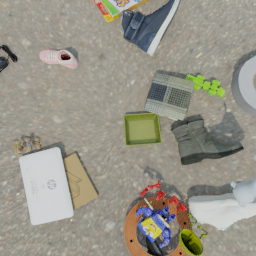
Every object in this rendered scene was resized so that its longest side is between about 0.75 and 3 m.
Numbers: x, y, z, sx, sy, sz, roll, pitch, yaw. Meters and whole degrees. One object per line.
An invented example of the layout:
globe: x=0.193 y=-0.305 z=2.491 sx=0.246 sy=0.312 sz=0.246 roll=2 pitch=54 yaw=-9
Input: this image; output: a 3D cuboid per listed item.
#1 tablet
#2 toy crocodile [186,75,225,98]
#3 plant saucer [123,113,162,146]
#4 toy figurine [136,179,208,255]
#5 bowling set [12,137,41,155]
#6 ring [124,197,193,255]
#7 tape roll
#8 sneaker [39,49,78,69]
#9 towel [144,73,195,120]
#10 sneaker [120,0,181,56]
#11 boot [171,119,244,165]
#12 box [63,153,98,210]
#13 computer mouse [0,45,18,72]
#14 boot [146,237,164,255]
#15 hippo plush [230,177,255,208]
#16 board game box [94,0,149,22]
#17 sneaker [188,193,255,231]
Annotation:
tablet: x=-3.194 y=2.251 z=10.872 sx=1.768 sy=0.186 sz=2.717 roll=-15 pitch=83 yaw=8
toy crocodile: x=3.173 y=-1.733 z=11.531 sx=1.726 sy=0.533 sz=0.583 roll=21 pitch=86 yaw=8
plant saucer: x=0.564 y=0.102 z=11.134 sx=1.417 sy=0.340 sz=1.419 roll=-4 pitch=61 yaw=0
toy figurine: x=1.267 y=3.577 z=10.315 sx=2.875 sy=1.517 sz=1.722 roll=47 pitch=123 yaw=8
bowling set: x=-4.069 y=0.618 z=11.016 sx=1.150 sy=0.800 sz=0.617 roll=-14 pitch=80 yaw=-6
ring: x=1.129 y=3.899 z=10.508 sx=2.592 sy=0.249 sz=2.592 roll=2 pitch=69 yaw=-5
tape roll: x=5.529 y=-1.715 z=11.344 sx=2.441 sy=0.806 sz=2.441 roll=0 pitch=82 yaw=0
sneaker: x=-2.926 y=-2.967 z=11.511 sx=1.680 sy=0.878 sz=0.632 roll=16 pitch=84 yaw=4
towel: x=1.662 y=-1.237 z=11.147 sx=1.707 sy=0.295 sz=1.644 roll=18 pitch=89 yaw=16
sneaker: x=0.842 y=-4.693 z=11.661 sx=2.044 sy=1.076 sz=2.829 roll=29 pitch=83 yaw=2
boot: x=3.118 y=0.390 z=11.028 sx=2.631 sy=0.891 sz=1.719 roll=-10 pitch=76 yaw=-3
box: x=-2.315 y=2.219 z=11.040 sx=1.591 sy=0.207 sz=1.946 roll=-29 pitch=83 yaw=-4
computer mouse: x=-5.530 y=-2.854 z=11.753 sx=1.502 sy=0.346 sz=1.055 roll=-38 pitch=84 yaw=-6
boot: x=0.474 y=5.030 z=10.470 sx=1.741 sy=0.571 sz=1.435 roll=-31 pitch=78 yaw=1
hippo plush: x=3.616 y=1.818 z=7.754 sx=1.209 sy=1.504 sz=1.198 roll=-32 pitch=70 yaw=18
board game box: x=-0.016 y=-5.832 z=12.220 sx=2.812 sy=0.422 sz=1.343 roll=-31 pitch=82 yaw=-2
sneaker: x=3.810 y=3.237 z=10.574 sx=2.989 sy=1.125 sz=1.322 roll=-3 pitch=93 yaw=6
